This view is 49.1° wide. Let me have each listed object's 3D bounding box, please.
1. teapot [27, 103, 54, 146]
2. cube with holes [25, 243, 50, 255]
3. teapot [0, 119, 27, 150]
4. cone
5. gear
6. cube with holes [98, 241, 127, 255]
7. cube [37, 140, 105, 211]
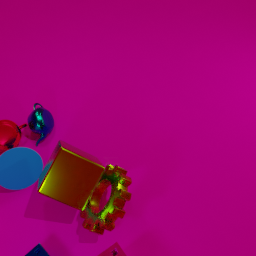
[{"bbox_3d":[-2.688,-0.136,8.518,0.673,0.854,1.374,-17,74,17],"label":"teapot"},{"bbox_3d":[-1.888,3.095,5.932,0.760,0.760,0.760,38,61,26],"label":"cube with holes"},{"bbox_3d":[-3.635,0.209,8.210,1.434,0.891,0.702,-28,12,-15],"label":"teapot"},{"bbox_3d":[-3.123,0.877,7.792,1.224,1.224,1.228,-26,30,-19],"label":"cone"},{"bbox_3d":[-0.548,1.663,6.645,0.297,1.605,1.605,31,46,-28],"label":"gear"},{"bbox_3d":[-0.335,3.165,5.741,0.973,0.973,0.973,-30,58,-22],"label":"cube with holes"},{"bbox_3d":[-1.389,1.104,6.773,1.141,1.141,1.141,28,88,-17],"label":"cube"}]
